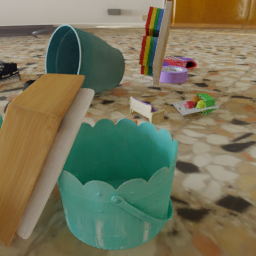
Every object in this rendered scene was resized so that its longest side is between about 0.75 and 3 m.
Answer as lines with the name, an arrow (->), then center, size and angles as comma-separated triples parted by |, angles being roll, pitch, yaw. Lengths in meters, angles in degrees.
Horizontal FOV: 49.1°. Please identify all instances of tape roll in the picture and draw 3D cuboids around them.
tape roll -> 2.038, -2.531, 13.166 | 1.488, 0.488, 1.488 | 0, 24, 0

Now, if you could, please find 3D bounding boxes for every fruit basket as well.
fruit basket -> 2.245, -0.737, 9.411 | 1.225, 0.574, 1.134 | -18, 27, -3

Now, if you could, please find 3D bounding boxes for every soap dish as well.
soap dish -> -1.493, 0.354, 4.610 | 0.989, 2.435, 1.916 | 24, 24, -10

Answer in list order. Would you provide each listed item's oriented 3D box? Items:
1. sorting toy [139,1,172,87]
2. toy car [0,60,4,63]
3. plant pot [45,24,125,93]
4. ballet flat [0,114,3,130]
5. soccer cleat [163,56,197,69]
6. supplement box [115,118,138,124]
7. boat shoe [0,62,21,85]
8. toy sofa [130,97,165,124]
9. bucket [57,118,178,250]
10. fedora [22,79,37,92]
sorting toy -> 1.037, -3.236, 11.127 | 0.873, 2.492, 2.507 | 11, -7, 7
toy car -> -7.347, -3.123, 13.844 | 1.804, 1.595, 1.662 | -30, 12, 4
plant pot -> -1.538, -2.446, 10.899 | 2.401, 2.556, 2.556 | -2, 20, -43
ballet flat -> -3.893, 0.027, 7.467 | 0.599, 0.626, 1.779 | 1, 25, 3
soccer cleat -> 2.618, -3.386, 14.771 | 2.145, 0.732, 0.785 | -6, 25, -21
supplement box -> -0.248, 0.082, 7.635 | 0.402, 0.389, 1.169 | 20, 31, 37
boat shoe -> -5.735, -2.394, 12.372 | 0.724, 0.899, 1.938 | 18, 30, 34
toy sofa -> 0.591, -0.620, 8.907 | 0.511, 0.602, 1.235 | -16, 28, -30
bucket -> -0.186, 0.853, 4.771 | 2.148, 1.398, 2.148 | 0, 26, 0
fedora -> -3.154, -1.237, 9.903 | 1.911, 0.873, 1.911 | 1, 25, 0
